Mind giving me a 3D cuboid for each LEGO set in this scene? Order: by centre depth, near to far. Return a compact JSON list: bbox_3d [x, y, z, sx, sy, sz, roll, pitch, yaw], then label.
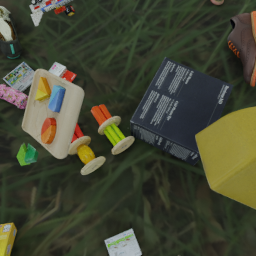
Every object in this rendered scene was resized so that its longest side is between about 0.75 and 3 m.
[{"bbox_3d":[-1.223,-3.377,6.914,1.979,2.649,0.650,-28,96,-41],"label":"LEGO set"}]

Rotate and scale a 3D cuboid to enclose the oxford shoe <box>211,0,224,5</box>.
[{"bbox_3d":[3.136,-5.510,10.603,0.617,0.643,1.743,-30,72,-11],"label":"oxford shoe"}]

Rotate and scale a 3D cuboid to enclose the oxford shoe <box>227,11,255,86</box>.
[{"bbox_3d":[3.919,-2.654,9.478,1.061,1.041,2.925,1,62,18],"label":"oxford shoe"}]

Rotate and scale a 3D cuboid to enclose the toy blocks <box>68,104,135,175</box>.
[{"bbox_3d":[-1.187,-0.025,8.466,1.891,0.824,2.269,-34,73,-11],"label":"toy blocks"}]

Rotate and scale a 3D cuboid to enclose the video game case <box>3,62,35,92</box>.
[{"bbox_3d":[-3.604,-1.697,9.476,0.834,0.101,0.914,41,76,14],"label":"video game case"}]

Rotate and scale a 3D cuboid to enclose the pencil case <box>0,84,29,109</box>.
[{"bbox_3d":[-3.735,-1.024,9.049,1.080,0.447,0.467,26,29,10],"label":"pencil case"}]

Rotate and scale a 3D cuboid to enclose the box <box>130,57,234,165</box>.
[{"bbox_3d":[1.557,-0.493,8.403,2.189,1.251,2.404,26,72,11],"label":"box"}]

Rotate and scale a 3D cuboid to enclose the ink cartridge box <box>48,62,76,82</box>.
[{"bbox_3d":[-2.338,-1.654,9.406,0.827,0.208,0.953,27,72,11],"label":"ink cartridge box"}]

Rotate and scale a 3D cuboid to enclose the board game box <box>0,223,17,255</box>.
[{"bbox_3d":[-3.660,3.256,6.978,1.326,0.349,1.733,-8,32,-3],"label":"board game box"}]

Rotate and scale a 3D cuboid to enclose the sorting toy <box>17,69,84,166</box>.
[{"bbox_3d":[-1.742,-0.022,5.767,1.591,0.317,2.152,27,105,37],"label":"sorting toy"}]

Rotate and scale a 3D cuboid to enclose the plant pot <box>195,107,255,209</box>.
[{"bbox_3d":[2.689,0.502,5.951,1.579,1.626,1.590,26,37,-23],"label":"plant pot"}]

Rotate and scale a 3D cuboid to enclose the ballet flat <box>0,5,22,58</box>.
[{"bbox_3d":[-4.354,-3.646,9.771,0.889,0.894,2.614,-25,71,-21],"label":"ballet flat"}]

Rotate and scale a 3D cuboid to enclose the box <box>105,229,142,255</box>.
[{"bbox_3d":[-0.124,3.194,7.496,0.803,0.388,0.708,-22,71,-8],"label":"box"}]
